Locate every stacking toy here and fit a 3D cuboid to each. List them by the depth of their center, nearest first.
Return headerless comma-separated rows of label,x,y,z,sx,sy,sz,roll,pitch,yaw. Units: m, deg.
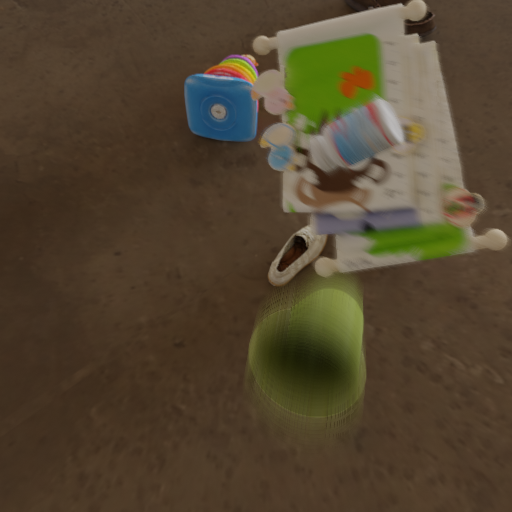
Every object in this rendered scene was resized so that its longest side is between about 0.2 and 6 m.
stacking toy,-0.468,-3.891,12.598,1.565,1.480,2.697,10,45,10

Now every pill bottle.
pill bottle,1.120,-1.343,6.409,0.950,0.517,0.517,-22,50,31

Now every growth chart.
growth chart,1.457,-1.638,7.824,2.854,0.350,3.944,-15,80,15

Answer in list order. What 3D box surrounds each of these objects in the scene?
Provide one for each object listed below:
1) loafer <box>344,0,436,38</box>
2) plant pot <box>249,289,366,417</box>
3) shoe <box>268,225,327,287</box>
loafer,3.404,-6.530,14.402,2.811,0.998,1.027,39,64,23
plant pot,0.602,0.798,5.339,1.065,1.065,1.011,21,25,14
shoe,0.820,-0.093,10.419,0.571,0.436,1.633,32,62,20
